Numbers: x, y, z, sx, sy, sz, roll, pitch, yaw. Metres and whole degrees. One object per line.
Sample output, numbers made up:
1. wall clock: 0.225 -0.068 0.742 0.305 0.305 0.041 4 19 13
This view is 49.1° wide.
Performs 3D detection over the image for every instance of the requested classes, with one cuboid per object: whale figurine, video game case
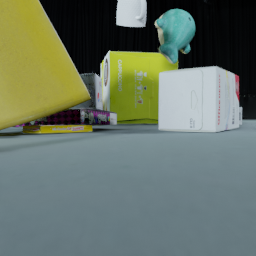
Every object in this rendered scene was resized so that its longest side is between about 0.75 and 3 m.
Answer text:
1. whale figurine: 1.665 -3.202 9.600 1.668 2.097 1.088 37 -39 -25
2. video game case: -1.723 -0.230 7.444 2.280 0.408 2.067 -2 0 20

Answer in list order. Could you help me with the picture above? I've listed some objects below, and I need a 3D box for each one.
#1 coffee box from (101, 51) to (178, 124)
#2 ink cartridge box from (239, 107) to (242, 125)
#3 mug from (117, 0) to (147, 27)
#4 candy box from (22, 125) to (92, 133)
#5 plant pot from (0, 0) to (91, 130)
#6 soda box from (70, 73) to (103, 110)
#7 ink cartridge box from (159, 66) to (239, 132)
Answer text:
1. coffee box: 0.344 -1.585 12.124 2.845 2.841 2.814 0 2 -12
2. ink cartridge box: 3.417 -0.483 11.370 1.513 0.722 1.723 -1 2 -24
3. mug: 0.152 -2.885 6.678 0.723 0.859 0.980 -9 28 -25
4. candy box: -1.394 0.018 5.665 0.640 0.165 1.252 -3 -1 40
5. plant pot: -2.156 -0.981 4.928 1.970 2.233 2.233 -31 10 -11
6. soda box: -2.137 -0.900 7.694 2.791 0.951 0.888 -2 0 6
7. ink cartridge box: 1.716 -0.618 6.603 1.344 1.350 1.859 2 3 34
